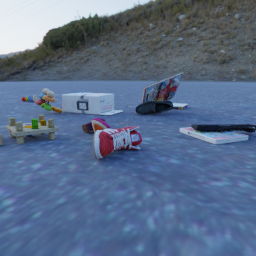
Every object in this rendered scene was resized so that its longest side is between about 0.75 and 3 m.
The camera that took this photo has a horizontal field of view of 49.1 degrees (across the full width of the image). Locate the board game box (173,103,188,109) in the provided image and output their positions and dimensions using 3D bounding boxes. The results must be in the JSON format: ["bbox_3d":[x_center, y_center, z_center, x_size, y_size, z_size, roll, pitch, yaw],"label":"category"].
[{"bbox_3d":[2.221,-1.074,13.678,1.187,0.154,1.187,5,12,23],"label":"board game box"}]

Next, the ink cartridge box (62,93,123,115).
[{"bbox_3d":[-1.502,-1.083,12.154,2.349,0.783,1.360,5,13,25],"label":"ink cartridge box"}]

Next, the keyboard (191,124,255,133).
[{"bbox_3d":[2.763,0.009,7.760,1.802,0.186,1.145,-1,4,-3],"label":"keyboard"}]

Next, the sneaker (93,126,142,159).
[{"bbox_3d":[-0.185,0.286,6.141,0.909,0.576,1.617,-2,9,9],"label":"sneaker"}]

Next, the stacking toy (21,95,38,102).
[{"bbox_3d":[-5.708,-1.674,16.083,0.959,0.410,0.410,-1,11,17],"label":"stacking toy"}]

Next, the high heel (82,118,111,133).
[{"bbox_3d":[-0.656,-0.087,7.840,0.796,0.558,1.656,-19,16,-28],"label":"high heel"}]

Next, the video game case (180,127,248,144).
[{"bbox_3d":[2.342,0.160,7.811,1.110,0.135,1.553,-5,13,-24],"label":"video game case"}]

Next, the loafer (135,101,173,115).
[{"bbox_3d":[1.047,-0.830,11.300,1.547,0.525,0.543,-7,9,10],"label":"loafer"}]

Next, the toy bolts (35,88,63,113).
[{"bbox_3d":[-3.250,-1.186,11.763,1.121,0.778,1.071,26,8,39],"label":"toy bolts"}]

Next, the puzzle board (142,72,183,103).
[{"bbox_3d":[1.368,-1.441,11.672,1.668,0.193,2.213,-24,-17,-9],"label":"puzzle board"}]

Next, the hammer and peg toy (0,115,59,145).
[{"bbox_3d":[-2.804,0.019,7.412,1.615,0.570,1.188,-8,14,-32],"label":"hammer and peg toy"}]
